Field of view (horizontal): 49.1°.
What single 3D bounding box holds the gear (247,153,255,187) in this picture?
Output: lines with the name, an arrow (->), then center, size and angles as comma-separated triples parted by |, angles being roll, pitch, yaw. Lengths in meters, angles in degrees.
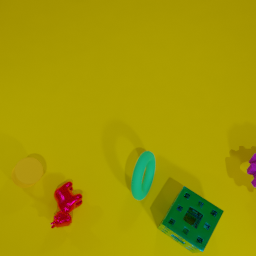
gear -> 3.805, 1.196, 7.042 | 1.506, 0.279, 1.506 | 5, 47, -5

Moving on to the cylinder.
cylinder -> -2.736, 1.218, 7.598 | 0.723, 0.723, 0.723 | 11, 67, -26

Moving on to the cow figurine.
cow figurine -> -1.703, 2.038, 7.345 | 1.054, 0.588, 1.071 | -29, 59, -30

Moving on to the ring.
ring -> 0.424, 1.257, 7.427 | 0.264, 1.320, 1.320 | 11, 64, 22

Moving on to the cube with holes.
cube with holes -> 1.525, 2.318, 7.033 | 1.080, 1.080, 1.080 | 31, 69, 14
